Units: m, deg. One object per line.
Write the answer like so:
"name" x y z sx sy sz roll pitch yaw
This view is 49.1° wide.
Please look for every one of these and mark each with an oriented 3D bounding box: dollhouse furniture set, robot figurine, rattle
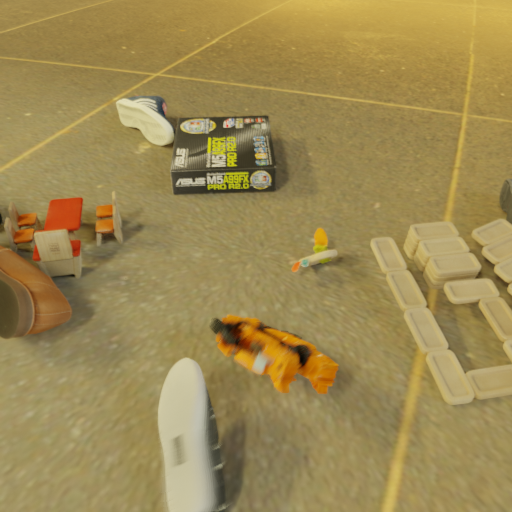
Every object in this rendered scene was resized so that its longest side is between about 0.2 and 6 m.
"dollhouse furniture set" -3.667 -0.554 10.614 2.084 1.074 2.062 -7 37 -9
"robot figurine" 0.147 1.338 7.963 1.413 0.567 1.948 13 4 -36
"rattle" 0.982 -0.119 10.220 0.951 0.680 0.619 -10 5 -29

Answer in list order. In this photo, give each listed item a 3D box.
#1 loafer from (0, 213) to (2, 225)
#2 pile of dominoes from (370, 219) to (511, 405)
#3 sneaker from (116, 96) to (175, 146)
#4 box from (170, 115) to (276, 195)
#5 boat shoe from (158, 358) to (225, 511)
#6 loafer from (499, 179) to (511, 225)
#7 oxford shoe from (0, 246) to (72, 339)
"loafer" -6.564 -1.099 11.454 2.846 1.036 1.029 19 45 26
"pile of dominoes" 3.742 0.824 9.504 2.885 0.589 3.702 -5 45 -9
"sneaker" -2.716 -3.796 15.070 1.111 0.985 2.628 -29 45 -27
"box" -0.786 -2.525 13.623 2.381 0.658 2.972 -1 37 -2
"boat shoe" -0.772 2.267 6.942 0.701 0.578 2.043 -31 46 25
"loafer" 5.500 -0.915 11.385 0.717 0.818 2.275 11 35 8
"oxford shoe" -4.264 0.431 9.568 3.225 1.150 1.149 33 20 36
